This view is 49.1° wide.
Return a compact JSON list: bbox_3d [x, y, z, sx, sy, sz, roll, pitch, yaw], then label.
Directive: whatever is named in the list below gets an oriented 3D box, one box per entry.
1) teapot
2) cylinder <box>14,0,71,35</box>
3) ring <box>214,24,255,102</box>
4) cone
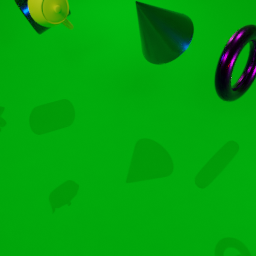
[{"bbox_3d":[-1.433,-2.243,5.122,0.592,1.208,0.751,35,87,41],"label":"teapot"},{"bbox_3d":[-2.196,-3.148,7.260,1.037,1.037,1.037,-34,60,-1],"label":"cylinder"},{"bbox_3d":[2.607,-1.457,6.482,1.797,1.797,0.359,-38,47,-24],"label":"ring"},{"bbox_3d":[0.516,-2.238,5.890,1.317,1.322,1.317,-14,65,31],"label":"cone"}]
